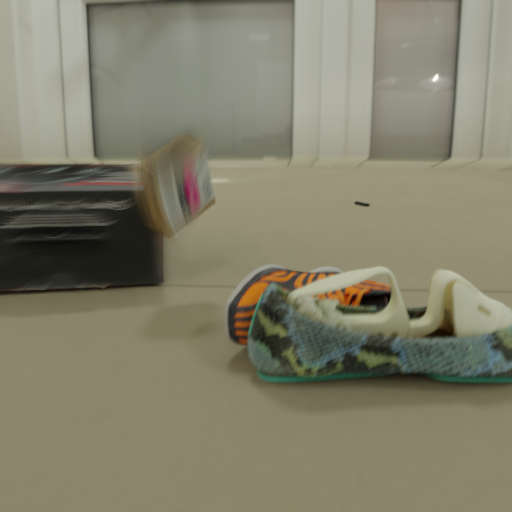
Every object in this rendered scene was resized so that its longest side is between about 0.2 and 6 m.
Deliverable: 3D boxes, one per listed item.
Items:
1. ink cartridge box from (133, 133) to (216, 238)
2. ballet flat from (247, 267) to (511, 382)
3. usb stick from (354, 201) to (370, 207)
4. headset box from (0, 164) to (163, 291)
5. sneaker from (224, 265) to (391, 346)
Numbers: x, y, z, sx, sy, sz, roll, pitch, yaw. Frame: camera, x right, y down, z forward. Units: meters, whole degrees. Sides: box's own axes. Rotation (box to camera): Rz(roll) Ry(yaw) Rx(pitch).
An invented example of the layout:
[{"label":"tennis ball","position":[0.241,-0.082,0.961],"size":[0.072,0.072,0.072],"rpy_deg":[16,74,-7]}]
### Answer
[{"label":"ink cartridge box","position":[-0.960,-0.849,6.820],"size":[0.375,0.999,0.823],"rpy_deg":[34,61,32]},{"label":"ballet flat","position":[1.345,0.574,4.849],"size":[2.825,1.049,1.049],"rpy_deg":[-1,13,-7]},{"label":"usb stick","position":[3.048,-1.494,16.158],"size":[0.175,0.103,0.630],"rpy_deg":[-5,13,-21]},{"label":"headset box","position":[-2.861,-0.560,8.510],"size":[2.707,1.405,3.638],"rpy_deg":[-2,14,-13]},{"label":"sneaker","position":[0.703,0.501,5.565],"size":[1.137,0.787,2.029],"rpy_deg":[11,16,44]}]
